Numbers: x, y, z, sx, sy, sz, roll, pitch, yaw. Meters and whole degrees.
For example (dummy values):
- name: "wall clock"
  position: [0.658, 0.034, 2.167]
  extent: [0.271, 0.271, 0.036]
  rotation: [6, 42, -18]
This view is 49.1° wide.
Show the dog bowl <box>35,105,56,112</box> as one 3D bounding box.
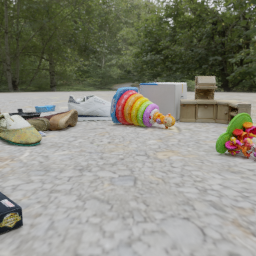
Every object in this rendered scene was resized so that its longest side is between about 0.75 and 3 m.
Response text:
- name: "dog bowl"
  position: [-4.958, -1.157, 16.826]
  extent: [0.756, 0.336, 1.356]
  rotation: [6, 12, 33]

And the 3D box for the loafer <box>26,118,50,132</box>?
- name: "loafer"
  position: [-3.427, -0.056, 9.910]
  extent: [1.371, 0.521, 0.462]
  rotation: [-6, 11, 12]

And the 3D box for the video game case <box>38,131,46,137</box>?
- name: "video game case"
  position: [-3.292, 0.239, 9.278]
  extent: [0.981, 0.088, 0.702]
  rotation: [-6, 10, -32]

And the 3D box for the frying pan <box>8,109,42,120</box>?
- name: "frying pan"
  position: [-5.238, -0.599, 13.191]
  extent: [2.824, 0.460, 1.708]
  rotation: [7, 11, 43]

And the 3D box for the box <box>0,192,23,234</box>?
- name: "box"
  position: [-2.056, 1.096, 3.593]
  extent: [0.948, 0.274, 1.193]
  rotation: [-9, 13, -43]

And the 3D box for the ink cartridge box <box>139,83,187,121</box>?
- name: "ink cartridge box"
  position: [1.769, -1.346, 13.687]
  extent: [1.747, 1.717, 2.374]
  rotation: [4, 10, 24]

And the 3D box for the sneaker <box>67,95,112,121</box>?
- name: "sneaker"
  position: [-1.369, -0.970, 13.241]
  extent: [2.926, 1.178, 1.118]
  rotation: [-2, 8, -24]

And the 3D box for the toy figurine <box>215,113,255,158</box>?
- name: "toy figurine"
  position: [3.026, 0.364, 6.650]
  extent: [1.374, 1.031, 1.264]
  rotation: [-28, 30, -21]

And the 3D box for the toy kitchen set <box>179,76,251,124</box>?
- name: "toy kitchen set"
  position: [3.498, -1.137, 11.616]
  extent: [2.465, 2.011, 2.224]
  rotation: [1, 10, 5]

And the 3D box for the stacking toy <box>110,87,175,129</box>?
- name: "stacking toy"
  position: [0.713, -0.582, 11.263]
  extent: [2.694, 1.563, 1.478]
  rotation: [24, 23, 34]

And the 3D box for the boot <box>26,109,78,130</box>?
- name: "boot"
  position: [-2.945, -0.380, 11.090]
  extent: [1.591, 0.692, 1.913]
  rotation: [3, 13, 9]

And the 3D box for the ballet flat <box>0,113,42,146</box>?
- name: "ballet flat"
  position: [-3.565, -0.032, 8.592]
  extent: [2.533, 0.895, 0.895]
  rotation: [9, 13, 41]
